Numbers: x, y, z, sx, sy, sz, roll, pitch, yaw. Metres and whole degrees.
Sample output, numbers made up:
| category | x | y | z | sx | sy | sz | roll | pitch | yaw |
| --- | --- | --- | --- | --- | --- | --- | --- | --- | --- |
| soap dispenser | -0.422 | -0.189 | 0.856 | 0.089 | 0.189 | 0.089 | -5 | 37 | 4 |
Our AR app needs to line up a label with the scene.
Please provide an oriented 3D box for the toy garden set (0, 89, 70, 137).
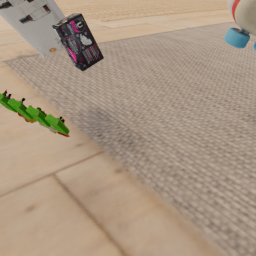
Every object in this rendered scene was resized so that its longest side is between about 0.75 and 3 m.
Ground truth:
| category | x | y | z | sx | sy | sz | roll | pitch | yaw |
| --- | --- | --- | --- | --- | --- | --- | --- | --- | --- |
| toy garden set | -1.750 | -0.256 | 5.525 | 1.443 | 1.203 | 0.288 | 22 | 74 | 12 |

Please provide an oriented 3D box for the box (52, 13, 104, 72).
| category | x | y | z | sx | sy | sz | roll | pitch | yaw |
| --- | --- | --- | --- | --- | --- | --- | --- | --- | --- |
| box | -1.226 | -2.131 | 6.920 | 0.683 | 1.191 | 0.787 | -33 | 32 | -10 |

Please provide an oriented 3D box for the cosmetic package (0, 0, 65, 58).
| category | x | y | z | sx | sy | sz | roll | pitch | yaw |
| --- | --- | --- | --- | --- | --- | --- | --- | --- | --- |
| cosmetic package | -2.555 | -3.092 | 7.426 | 1.238 | 3.000 | 0.760 | -20 | 70 | 8 |

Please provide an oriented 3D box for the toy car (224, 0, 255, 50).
| category | x | y | z | sx | sy | sz | roll | pitch | yaw |
| --- | --- | --- | --- | --- | --- | --- | --- | --- | --- |
| toy car | 3.600 | -3.432 | 7.864 | 1.836 | 1.913 | 2.076 | 10 | 39 | -13 |
